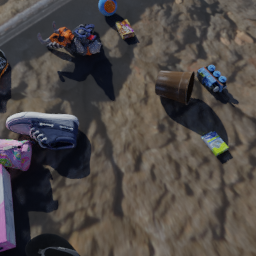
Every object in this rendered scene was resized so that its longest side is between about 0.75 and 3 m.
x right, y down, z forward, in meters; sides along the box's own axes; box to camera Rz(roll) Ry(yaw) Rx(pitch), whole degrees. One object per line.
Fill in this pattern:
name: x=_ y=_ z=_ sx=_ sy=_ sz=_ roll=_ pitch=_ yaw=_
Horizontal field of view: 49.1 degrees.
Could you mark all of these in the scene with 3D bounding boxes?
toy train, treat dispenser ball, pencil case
toy train: x=3.640 y=-2.119 z=12.163 sx=0.792 sy=0.601 sz=1.386 roll=-30 pitch=64 yaw=-8
treat dispenser ball: x=-1.055 y=-6.409 z=14.699 sx=0.971 sy=0.971 sz=0.971 roll=0 pitch=57 yaw=0
pencil case: x=-4.745 y=0.818 z=9.798 sx=2.689 sy=1.176 sz=1.176 roll=6 pitch=57 yaw=-1

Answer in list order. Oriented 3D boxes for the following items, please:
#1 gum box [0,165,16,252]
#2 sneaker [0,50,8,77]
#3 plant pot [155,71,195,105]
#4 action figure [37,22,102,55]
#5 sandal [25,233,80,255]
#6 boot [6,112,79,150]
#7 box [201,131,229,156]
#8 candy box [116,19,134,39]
gum box: x=-4.533 y=2.688 z=8.828 sx=1.532 sy=0.893 sz=2.700 roll=-14 pitch=58 yaw=-10
sneaker: x=-5.981 y=-2.757 z=12.381 sx=0.888 sy=0.877 sz=2.270 roll=-3 pitch=56 yaw=0
plant pot: x=1.899 y=-1.737 z=11.502 sx=1.367 sy=1.381 sz=1.381 roll=13 pitch=58 yaw=19
action figure: x=-2.501 y=-4.221 z=13.374 sx=2.675 sy=1.446 sz=2.765 roll=19 pitch=30 yaw=5
sandal: x=-1.787 y=3.974 z=8.185 sx=2.793 sy=0.598 sz=1.062 roll=26 pitch=61 yaw=16
boot: x=-3.223 y=0.158 z=10.404 sx=2.718 sy=0.989 sz=1.228 roll=-2 pitch=52 yaw=-2
box: x=3.281 y=0.546 z=10.631 sx=0.574 sy=0.224 sz=0.941 roll=-25 pitch=61 yaw=-16
candy box: x=-0.157 y=-4.996 z=14.162 sx=0.624 sy=0.302 sz=1.070 roll=-17 pitch=57 yaw=-10
